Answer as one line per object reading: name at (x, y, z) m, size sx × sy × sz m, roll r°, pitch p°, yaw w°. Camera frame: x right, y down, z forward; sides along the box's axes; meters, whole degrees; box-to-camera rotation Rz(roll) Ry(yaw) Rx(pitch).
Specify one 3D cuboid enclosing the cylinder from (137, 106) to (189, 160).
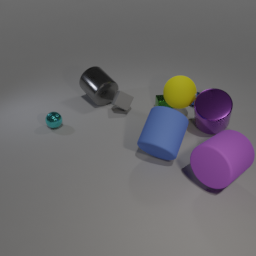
cylinder at (1.201, 0.188, 9.623) m, size 1.400 × 1.400 × 1.400 m, roll 16°, pitch 71°, yaw 23°

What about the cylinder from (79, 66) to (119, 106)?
cylinder at (-1.402, -2.014, 13.483) m, size 1.400 × 1.400 × 1.400 m, roll -23°, pitch 54°, yaw -31°

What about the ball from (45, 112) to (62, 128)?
ball at (-3.114, -0.340, 11.769) m, size 0.700 × 0.700 × 0.700 m, roll 0°, pitch 32°, yaw 0°

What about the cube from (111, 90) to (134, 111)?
cube at (-0.265, -1.260, 12.823) m, size 0.700 × 0.700 × 0.700 m, roll 25°, pitch 0°, yaw -18°

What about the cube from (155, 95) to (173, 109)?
cube at (1.666, -1.083, 12.945) m, size 0.700 × 0.700 × 0.700 m, roll -3°, pitch 32°, yaw -5°

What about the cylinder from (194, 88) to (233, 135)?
cylinder at (3.352, -0.630, 11.109) m, size 1.400 × 1.400 × 1.400 m, roll -5°, pitch 65°, yaw 12°

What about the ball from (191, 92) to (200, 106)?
ball at (3.281, -1.391, 13.438) m, size 0.700 × 0.700 × 0.700 m, roll 0°, pitch 32°, yaw 0°

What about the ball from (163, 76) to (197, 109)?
ball at (2.199, -1.520, 11.904) m, size 1.400 × 1.400 × 1.400 m, roll 0°, pitch 32°, yaw 0°

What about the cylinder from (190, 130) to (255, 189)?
cylinder at (2.858, 0.922, 8.513) m, size 1.400 × 1.400 × 1.400 m, roll -24°, pitch 39°, yaw -37°
